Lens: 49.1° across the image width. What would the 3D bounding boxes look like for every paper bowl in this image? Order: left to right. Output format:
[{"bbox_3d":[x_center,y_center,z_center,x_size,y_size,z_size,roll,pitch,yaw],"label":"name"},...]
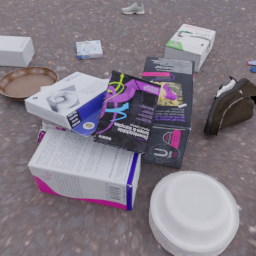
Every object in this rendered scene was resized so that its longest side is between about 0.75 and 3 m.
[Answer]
[{"bbox_3d":[1.542,1.921,6.609,2.054,1.068,2.054,0,46,0],"label":"paper bowl"}]

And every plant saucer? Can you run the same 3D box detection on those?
[{"bbox_3d":[-3.578,-1.576,10.149,2.122,0.365,2.122,0,40,0],"label":"plant saucer"}]

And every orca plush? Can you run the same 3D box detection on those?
[{"bbox_3d":[3.383,-1.363,10.021,0.432,0.640,1.216,5,62,59],"label":"orca plush"}]

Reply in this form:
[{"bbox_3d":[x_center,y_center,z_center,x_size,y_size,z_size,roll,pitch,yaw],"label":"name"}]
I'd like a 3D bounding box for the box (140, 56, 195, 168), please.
[{"bbox_3d":[1.067,-0.550,8.340,1.551,1.788,2.925,8,50,8],"label":"box"}]

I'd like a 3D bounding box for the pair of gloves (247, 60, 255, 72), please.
[{"bbox_3d":[5.212,-2.455,11.262,0.723,0.102,0.899,0,47,2],"label":"pair of gloves"}]

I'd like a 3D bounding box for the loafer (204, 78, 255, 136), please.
[{"bbox_3d":[3.488,-0.664,8.944,1.059,1.084,2.969,33,55,27],"label":"loafer"}]

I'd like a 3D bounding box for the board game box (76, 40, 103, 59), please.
[{"bbox_3d":[-1.658,-3.360,11.994,1.041,0.227,1.046,-7,48,-7],"label":"board game box"}]

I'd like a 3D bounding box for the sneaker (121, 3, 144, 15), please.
[{"bbox_3d":[0.251,-6.164,14.349,1.181,0.543,0.447,-1,47,0],"label":"sneaker"}]

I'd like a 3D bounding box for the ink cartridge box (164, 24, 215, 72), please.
[{"bbox_3d":[2.557,-3.359,11.562,1.495,0.863,2.046,21,51,18],"label":"ink cartridge box"}]

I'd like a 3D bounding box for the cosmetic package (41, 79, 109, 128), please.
[{"bbox_3d":[-1.621,-0.750,9.122,2.297,0.932,1.296,-8,50,-9],"label":"cosmetic package"}]

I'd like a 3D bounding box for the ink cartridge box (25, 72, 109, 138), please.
[{"bbox_3d":[-1.222,-0.730,7.248,2.019,0.410,2.015,21,41,26],"label":"ink cartridge box"}]

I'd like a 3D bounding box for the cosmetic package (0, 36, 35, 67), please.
[{"bbox_3d":[-5.100,-3.152,11.433,2.184,0.778,1.108,4,48,2],"label":"cosmetic package"}]

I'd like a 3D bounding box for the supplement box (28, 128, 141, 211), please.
[{"bbox_3d":[-1.013,1.054,7.229,2.537,1.284,1.311,9,49,8],"label":"supplement box"}]

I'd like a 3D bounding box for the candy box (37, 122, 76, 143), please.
[{"bbox_3d":[-2.017,0.232,7.990,1.013,0.691,0.309,12,57,-19],"label":"candy box"}]

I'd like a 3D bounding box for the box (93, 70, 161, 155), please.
[{"bbox_3d":[0.008,-0.364,6.578,1.252,0.316,1.752,15,77,-10],"label":"box"}]
